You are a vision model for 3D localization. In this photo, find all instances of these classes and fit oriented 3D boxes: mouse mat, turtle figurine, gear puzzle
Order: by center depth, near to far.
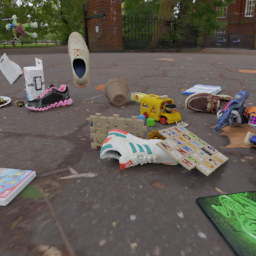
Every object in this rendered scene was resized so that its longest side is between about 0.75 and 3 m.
[{"bbox_3d":[2.737,1.997,5.721,1.951,0.091,2.425,-4,19,-11],"label":"mouse mat"},{"bbox_3d":[-3.421,-3.136,8.840,0.958,0.711,0.988,-6,-8,-37],"label":"turtle figurine"},{"bbox_3d":[-0.004,0.164,9.059,2.531,1.311,0.331,5,24,12],"label":"gear puzzle"}]

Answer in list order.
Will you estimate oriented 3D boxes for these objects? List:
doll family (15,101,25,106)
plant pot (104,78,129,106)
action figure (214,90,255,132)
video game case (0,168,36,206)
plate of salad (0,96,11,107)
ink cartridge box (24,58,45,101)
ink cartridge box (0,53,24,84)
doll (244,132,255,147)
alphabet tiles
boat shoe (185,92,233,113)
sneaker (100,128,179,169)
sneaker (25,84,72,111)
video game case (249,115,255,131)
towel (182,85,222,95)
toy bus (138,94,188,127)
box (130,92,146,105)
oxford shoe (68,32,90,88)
[{"bbox_3d":[-5.657,-1.299,14.782,0.451,0.306,0.780,-8,17,-7],"label":"doll family"},{"bbox_3d":[-0.545,-1.819,14.965,1.399,1.399,1.220,-4,37,-10],"label":"plant pot"},{"bbox_3d":[4.614,-0.302,11.194,2.687,1.406,2.600,-42,31,-25],"label":"action figure"},{"bbox_3d":[-3.639,1.418,7.210,1.999,0.174,1.430,4,20,10],"label":"video game case"},{"bbox_3d":[-7.097,-1.443,14.799,1.683,0.404,1.683,0,26,0],"label":"plate of salad"},{"bbox_3d":[-5.213,-2.657,15.595,0.779,2.297,1.332,-12,23,-31],"label":"ink cartridge box"},{"bbox_3d":[-3.984,-2.004,9.460,0.692,0.853,0.214,-31,4,37],"label":"ink cartridge box"},{"bbox_3d":[4.949,0.664,8.712,2.311,0.560,1.577,20,6,41],"label":"doll"},{"bbox_3d":[1.781,0.581,8.140,1.898,0.086,2.270,38,27,24],"label":"alphabet tiles"},{"bbox_3d":[4.103,-1.169,13.520,2.629,0.948,0.946,2,17,-13],"label":"boat shoe"},{"bbox_3d":[0.311,0.842,8.222,2.421,0.852,1.132,16,51,17],"label":"sneaker"},{"bbox_3d":[-4.071,-1.621,14.323,1.015,1.226,2.570,20,29,40],"label":"sneaker"},{"bbox_3d":[5.152,0.255,8.908,1.835,0.362,2.024,27,-4,-43],"label":"video game case"},{"bbox_3d":[4.754,-2.396,17.896,1.864,0.302,2.538,11,22,31],"label":"towel"},{"bbox_3d":[1.513,-0.886,12.376,2.128,1.099,2.008,1,19,4],"label":"toy bus"},{"bbox_3d":[0.761,-1.669,15.661,0.590,0.393,1.567,-10,22,-27],"label":"box"},{"bbox_3d":[-1.447,-2.143,8.416,0.635,1.794,0.662,-11,-10,-9],"label":"oxford shoe"}]
